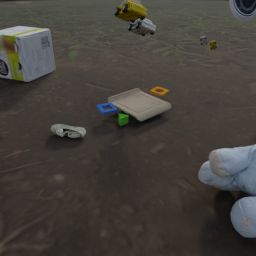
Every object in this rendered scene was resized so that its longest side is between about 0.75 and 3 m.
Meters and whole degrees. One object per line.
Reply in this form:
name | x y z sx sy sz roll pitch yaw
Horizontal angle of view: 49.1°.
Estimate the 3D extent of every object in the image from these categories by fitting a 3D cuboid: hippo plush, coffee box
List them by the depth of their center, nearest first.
hippo plush | 2.365 1.141 4.988 1.908 1.520 1.534 -16 61 5
coffee box | -4.367 -3.119 11.626 1.775 1.792 1.795 12 32 21

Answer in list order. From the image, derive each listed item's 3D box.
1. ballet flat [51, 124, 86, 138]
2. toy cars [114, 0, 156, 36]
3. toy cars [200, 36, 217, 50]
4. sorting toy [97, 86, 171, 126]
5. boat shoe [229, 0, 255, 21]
ballet flat | -1.629 0.100 7.489 0.995 0.336 0.310 3 40 6
toy cars | 0.299 -3.574 8.979 1.202 0.594 2.682 18 6 14
toy cars | 2.659 -2.843 9.287 0.789 0.354 0.175 15 53 -26
sorting toy | 0.354 -0.696 8.856 2.731 0.372 1.538 -23 41 -34
boat shoe | 2.589 -3.121 5.823 0.622 1.733 0.587 16 -8 1
